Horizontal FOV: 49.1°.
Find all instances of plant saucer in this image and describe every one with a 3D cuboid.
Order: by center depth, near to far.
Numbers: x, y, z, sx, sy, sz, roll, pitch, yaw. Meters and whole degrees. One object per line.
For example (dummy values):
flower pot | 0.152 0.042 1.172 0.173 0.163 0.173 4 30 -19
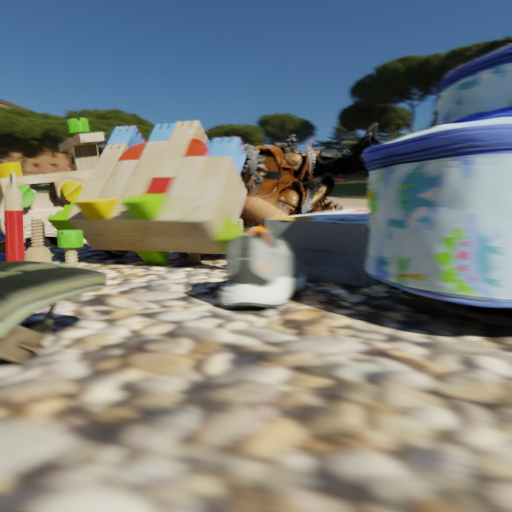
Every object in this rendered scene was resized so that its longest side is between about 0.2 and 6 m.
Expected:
plant saucer | 0.305 -0.494 9.469 1.543 0.249 1.543 36 -12 9

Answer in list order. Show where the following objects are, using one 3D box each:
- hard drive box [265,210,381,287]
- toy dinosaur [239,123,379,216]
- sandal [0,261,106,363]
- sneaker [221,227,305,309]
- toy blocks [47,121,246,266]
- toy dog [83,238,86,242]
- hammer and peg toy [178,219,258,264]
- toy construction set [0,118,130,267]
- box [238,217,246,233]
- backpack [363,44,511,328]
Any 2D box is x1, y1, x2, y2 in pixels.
hard drive box | 1.450 -0.185 8.220 1.694 0.835 2.173 6 11 42
toy dinosaur | 1.078 -1.564 12.381 3.331 2.507 4.908 4 15 30
sandal | -1.856 0.506 3.811 0.809 0.582 2.039 9 24 24
sneaker | 0.133 0.064 6.387 0.764 0.819 2.067 -1 5 10
toy blocks | -1.405 -1.200 8.999 3.250 2.221 1.624 2 -34 23
toy dog | -4.207 -0.488 13.661 0.346 0.335 0.241 14 27 42
hammer and peg toy | -0.752 -0.336 10.337 1.517 0.727 2.063 -2 7 -16
toy construction set | -3.419 -1.092 9.264 2.691 2.480 3.227 -1 7 -8
box | -0.993 -0.812 12.686 1.396 1.168 1.879 2 8 8
backpack | 2.822 -0.685 5.419 3.420 2.513 3.130 -4 5 -10
